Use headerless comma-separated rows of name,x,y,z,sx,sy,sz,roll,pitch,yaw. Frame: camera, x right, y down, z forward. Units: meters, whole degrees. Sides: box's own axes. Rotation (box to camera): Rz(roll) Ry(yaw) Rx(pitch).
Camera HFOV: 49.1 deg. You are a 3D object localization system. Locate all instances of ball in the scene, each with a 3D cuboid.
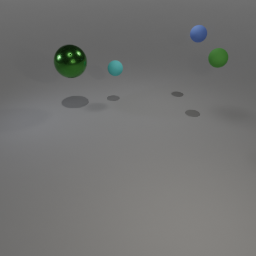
ball,2.981,-3.976,11.828,0.700,0.700,0.700,0,29,0
ball,3.295,-2.558,10.229,0.700,0.700,0.700,0,29,0
ball,-2.448,-2.832,11.937,1.400,1.400,1.400,0,29,0
ball,-0.585,-2.736,12.834,0.700,0.700,0.700,0,29,0
